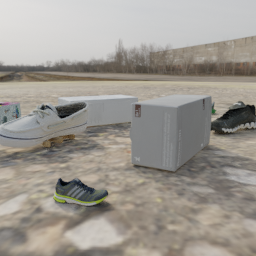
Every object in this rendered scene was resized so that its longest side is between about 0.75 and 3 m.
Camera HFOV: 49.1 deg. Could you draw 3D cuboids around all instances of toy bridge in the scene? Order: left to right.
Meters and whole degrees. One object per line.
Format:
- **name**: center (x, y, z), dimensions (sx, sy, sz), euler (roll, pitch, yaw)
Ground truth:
- **toy bridge**: center (-2.154, 0.354, 8.504), dimensions (0.399, 0.161, 1.186), euler (7, 14, 30)

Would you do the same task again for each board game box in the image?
- **board game box**: center (-5.665, -0.390, 10.267), dimensions (2.106, 0.917, 2.854), euler (2, 13, 13)

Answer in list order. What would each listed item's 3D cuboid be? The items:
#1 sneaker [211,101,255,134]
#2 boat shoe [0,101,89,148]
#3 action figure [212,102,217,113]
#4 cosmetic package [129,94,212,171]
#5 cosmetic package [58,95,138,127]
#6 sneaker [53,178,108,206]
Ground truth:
- **sneaker**: center (3.759, -0.424, 9.995), dimensions (2.352, 1.064, 0.782), euler (-7, 13, -30)
- **boat shoe**: center (-2.345, -0.234, 8.112), dimensions (2.958, 0.972, 1.065), euler (-11, 38, -41)
- **action figure**: center (3.037, -1.163, 14.367), dimensions (2.615, 0.715, 1.545), euler (2, 4, 1)
- **cosmetic package**: center (1.216, -0.042, 7.211), dimensions (1.267, 1.501, 2.811), euler (6, 15, 27)
- **cosmetic package**: center (-1.198, -0.754, 11.533), dimensions (2.970, 1.058, 1.506), euler (-7, 14, -30)
- **sneaker**: center (-0.802, 1.051, 4.698), dimensions (0.952, 0.385, 0.352), euler (1, 12, 6)
